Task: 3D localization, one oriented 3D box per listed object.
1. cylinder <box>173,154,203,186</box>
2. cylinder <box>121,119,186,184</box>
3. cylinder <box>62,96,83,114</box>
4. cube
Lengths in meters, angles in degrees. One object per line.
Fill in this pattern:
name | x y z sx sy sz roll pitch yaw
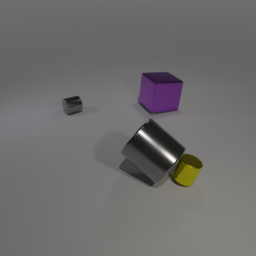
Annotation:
cylinder | 1.786 1.249 8.405 0.700 0.700 0.700 15 28 -9
cylinder | 0.752 0.680 8.359 1.400 1.400 1.400 41 41 7
cylinder | -2.472 -1.029 12.462 0.700 0.700 0.700 -18 35 -28
cube | 1.455 -1.651 12.704 1.400 1.400 1.400 -7 30 -22
